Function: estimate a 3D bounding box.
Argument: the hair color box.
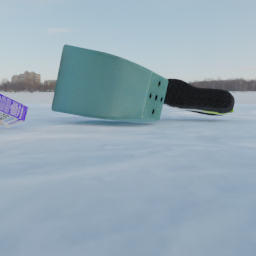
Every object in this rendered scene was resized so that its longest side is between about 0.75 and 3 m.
[{"bbox_3d":[-3.293,-0.529,6.698,0.818,0.485,1.496,-15,-32,37],"label":"hair color box"}]

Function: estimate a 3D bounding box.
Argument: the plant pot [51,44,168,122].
[{"bbox_3d":[-0.435,-1.204,8.819,2.973,2.100,2.101,14,5,29],"label":"plant pot"}]

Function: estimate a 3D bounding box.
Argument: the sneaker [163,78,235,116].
[{"bbox_3d":[2.324,-0.914,10.112,2.941,1.055,1.218,16,-13,11],"label":"sneaker"}]
